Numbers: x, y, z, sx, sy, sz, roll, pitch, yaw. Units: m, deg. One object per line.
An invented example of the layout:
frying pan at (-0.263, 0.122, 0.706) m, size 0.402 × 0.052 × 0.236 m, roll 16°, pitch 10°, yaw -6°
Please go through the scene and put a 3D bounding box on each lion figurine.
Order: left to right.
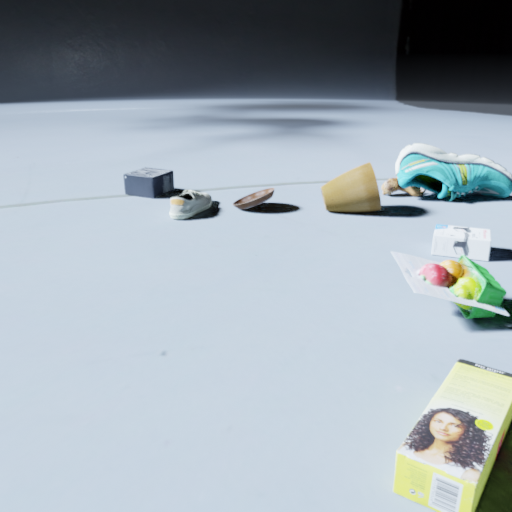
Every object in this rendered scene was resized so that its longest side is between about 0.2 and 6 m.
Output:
lion figurine at (4.272, -1.940, 15.941) m, size 1.359 × 0.493 × 0.832 m, roll 11°, pitch 36°, yaw 14°

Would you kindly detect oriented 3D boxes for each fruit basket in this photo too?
fruit basket at (2.950, 0.440, 8.707) m, size 1.534 × 0.719 × 1.421 m, roll 8°, pitch 25°, yaw -7°

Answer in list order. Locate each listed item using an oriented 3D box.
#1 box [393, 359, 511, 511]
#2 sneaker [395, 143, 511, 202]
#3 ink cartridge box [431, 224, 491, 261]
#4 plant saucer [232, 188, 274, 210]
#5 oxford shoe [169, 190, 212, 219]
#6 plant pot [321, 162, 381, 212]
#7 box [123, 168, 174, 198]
box at (2.125, 1.773, 5.738) m, size 0.763 × 0.508 × 2.026 m, roll 13°, pitch 23°, yaw 31°
sneaker at (5.468, -2.044, 15.547) m, size 3.298 × 1.278 × 1.314 m, roll 12°, pitch 62°, yaw 2°
ink cartridge box at (4.182, -0.280, 11.406) m, size 1.090 × 0.456 × 0.791 m, roll 7°, pitch 21°, yaw 19°
plant saucer at (-0.041, -1.474, 14.617) m, size 1.179 × 0.203 × 1.179 m, roll -21°, pitch 14°, yaw 5°
oxford shoe at (-1.656, -1.442, 14.437) m, size 0.761 × 0.584 × 2.023 m, roll 3°, pitch 18°, yaw 16°
plant pot at (2.360, -1.620, 14.245) m, size 1.345 × 1.253 × 1.253 m, roll -12°, pitch 19°, yaw 6°
box at (-3.090, -2.110, 16.144) m, size 1.042 × 0.642 × 1.033 m, roll 10°, pitch 22°, yaw 25°
